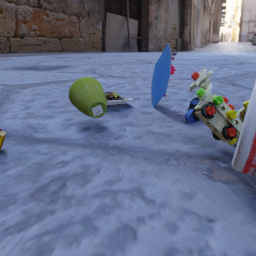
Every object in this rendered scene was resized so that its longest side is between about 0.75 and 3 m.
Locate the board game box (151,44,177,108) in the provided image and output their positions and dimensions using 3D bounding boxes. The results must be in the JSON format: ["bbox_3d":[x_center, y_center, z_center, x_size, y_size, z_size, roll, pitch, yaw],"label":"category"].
[{"bbox_3d":[1.320,-1.727,9.796,0.442,1.794,2.271,7,-17,-9],"label":"board game box"}]

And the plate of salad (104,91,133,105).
[{"bbox_3d":[-0.791,-1.109,10.250,1.918,0.461,1.918,-1,8,0],"label":"plate of salad"}]

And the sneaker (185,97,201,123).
[{"bbox_3d":[2.106,-0.607,8.748,0.553,0.498,1.419,20,40,41],"label":"sneaker"}]

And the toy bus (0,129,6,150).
[{"bbox_3d":[-3.220,0.199,6.141,1.010,0.522,0.953,22,4,29],"label":"toy bus"}]

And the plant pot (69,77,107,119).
[{"bbox_3d":[-1.007,-0.743,7.777,1.024,1.024,1.095,-8,35,-24],"label":"plant pot"}]

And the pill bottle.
[{"bbox_3d":[3.085,0.242,3.884,2.824,1.608,1.608,16,23,22],"label":"pill bottle"}]

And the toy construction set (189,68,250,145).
[{"bbox_3d":[2.264,-0.471,6.425,2.190,1.436,1.009,39,-16,4],"label":"toy construction set"}]
